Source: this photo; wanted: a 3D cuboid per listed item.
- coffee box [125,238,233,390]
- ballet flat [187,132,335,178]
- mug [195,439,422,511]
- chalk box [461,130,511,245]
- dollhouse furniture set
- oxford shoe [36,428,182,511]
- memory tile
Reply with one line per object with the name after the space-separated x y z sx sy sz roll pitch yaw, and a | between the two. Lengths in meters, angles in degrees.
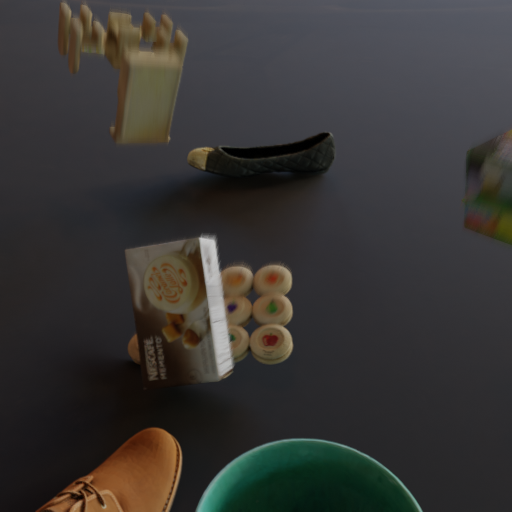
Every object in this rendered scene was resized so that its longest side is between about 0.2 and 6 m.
-0.794 0.591 5.843 0.825 1.442 0.575 -8 -3 11 | coffee box
0.104 -2.047 11.047 2.919 0.829 0.970 -3 34 -4 | ballet flat
0.360 2.261 3.554 1.511 1.137 1.839 -4 31 -6 | mug
3.017 -0.748 6.226 1.633 1.012 1.019 -27 35 -23 | chalk box
-2.490 -3.545 10.892 2.142 1.623 2.444 -8 46 -31 | dollhouse furniture set
-1.276 2.033 4.322 0.781 0.780 2.189 12 31 22 | oxford shoe
-0.519 0.665 6.727 1.916 0.161 1.468 -2 44 7 | memory tile
